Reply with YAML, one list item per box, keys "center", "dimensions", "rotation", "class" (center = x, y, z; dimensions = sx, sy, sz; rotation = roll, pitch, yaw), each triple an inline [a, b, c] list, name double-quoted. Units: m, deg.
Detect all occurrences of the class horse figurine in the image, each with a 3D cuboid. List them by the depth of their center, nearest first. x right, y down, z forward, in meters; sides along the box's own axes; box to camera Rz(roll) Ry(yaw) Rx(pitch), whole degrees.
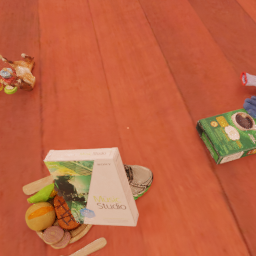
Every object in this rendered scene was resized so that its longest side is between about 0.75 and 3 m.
- center: [-3.635, -1.853, 9.411]
  dimensions: [0.535, 1.420, 2.142]
  rotation: [-45, 55, 21]
  class: "horse figurine"

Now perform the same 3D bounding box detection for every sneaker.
- center: [-0.508, 1.218, 6.900]
  dimensions: [2.493, 1.062, 0.973]
  rotation: [1, 45, -19]
  class: "sneaker"

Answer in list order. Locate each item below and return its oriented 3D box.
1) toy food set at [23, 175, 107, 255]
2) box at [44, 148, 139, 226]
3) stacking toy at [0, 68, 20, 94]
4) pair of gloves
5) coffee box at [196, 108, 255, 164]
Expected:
- center: [-1.611, 2.040, 6.815]
  dimensions: [1.662, 0.483, 2.408]
  rotation: [-23, 57, -16]
  class: "toy food set"
- center: [-0.419, 0.781, 3.546]
  dimensions: [0.886, 1.228, 0.223]
  rotation: [-4, 34, 17]
  class: "box"
- center: [-4.139, -1.641, 9.579]
  dimensions: [0.885, 0.413, 0.977]
  rotation: [18, 56, 13]
  class: "stacking toy"
- center: [4.531, -0.778, 8.629]
  dimensions: [2.183, 0.309, 2.715]
  rotation: [18, 46, 1]
  class: "pair of gloves"
- center: [3.345, 0.134, 8.207]
  dimensions: [2.286, 0.503, 1.405]
  rotation: [-15, 55, -11]
  class: "coffee box"
